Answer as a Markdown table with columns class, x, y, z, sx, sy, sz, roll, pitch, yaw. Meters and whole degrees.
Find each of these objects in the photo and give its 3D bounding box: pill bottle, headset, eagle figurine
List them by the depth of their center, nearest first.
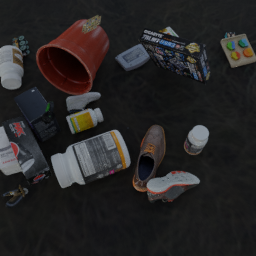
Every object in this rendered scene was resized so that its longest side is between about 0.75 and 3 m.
| class | x | y | z | sx | sy | sz | roll | pitch | yaw |
| --- | --- | --- | --- | --- | --- | --- | --- | --- | --- |
| headset | -2.548 | -0.324 | 9.169 | 0.508 | 0.668 | 1.082 | 15 | 71 | -25 |
| eagle figurine | -4.000 | 2.367 | 9.900 | 0.784 | 0.592 | 0.595 | -40 | 21 | 12 |
| pill bottle | -1.307 | 1.119 | 9.942 | 2.519 | 1.466 | 1.466 | -20 | 64 | -10 |
| pill bottle | 2.550 | 0.449 | 10.419 | 0.729 | 1.252 | 0.729 | 0 | 61 | 0 |
| pill bottle | -1.695 | -0.323 | 11.115 | 1.335 | 0.753 | 0.753 | -21 | 64 | -11 |
| pill bottle | -5.093 | -2.616 | 12.193 | 1.007 | 1.007 | 1.762 | -11 | 63 | -6 |

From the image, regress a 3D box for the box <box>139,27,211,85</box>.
| class | x | y | z | sx | sy | sz | roll | pitch | yaw |
| --- | --- | --- | --- | --- | --- | --- | --- | --- | --- |
| box | 1.957 | -2.817 | 11.164 | 2.509 | 2.528 | 0.628 | 25 | 87 | 25 |

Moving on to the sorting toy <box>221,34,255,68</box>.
| class | x | y | z | sx | sy | sz | roll | pitch | yaw |
| --- | --- | --- | --- | --- | --- | --- | --- | --- | --- |
| sorting toy | 5.125 | -3.597 | 12.929 | 1.330 | 0.262 | 1.437 | -15 | 79 | -8 |

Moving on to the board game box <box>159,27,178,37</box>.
| class | x | y | z | sx | sy | sz | roll | pitch | yaw |
| --- | --- | --- | --- | --- | --- | --- | --- | --- | --- |
| board game box | 2.003 | -4.190 | 13.452 | 0.909 | 0.249 | 1.440 | -28 | 65 | -15 |

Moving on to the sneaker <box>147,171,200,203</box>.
| class | x | y | z | sx | sy | sz | roll | pitch | yaw |
| --- | --- | --- | --- | --- | --- | --- | --- | --- | --- |
| sneaker | 1.556 | 2.132 | 9.915 | 2.105 | 0.862 | 0.811 | -6 | 25 | -23 |

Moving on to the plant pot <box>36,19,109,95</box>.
| class | x | y | z | sx | sy | sz | roll | pitch | yaw |
| --- | --- | --- | --- | --- | --- | --- | --- | --- | --- |
| plant pot | -2.087 | -3.115 | 11.811 | 2.495 | 2.495 | 2.427 | 20 | 56 | 10 |

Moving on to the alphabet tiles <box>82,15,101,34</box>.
| class | x | y | z | sx | sy | sz | roll | pitch | yaw |
| --- | --- | --- | --- | --- | --- | --- | --- | --- | --- |
| alphabet tiles | -1.296 | -3.675 | 9.921 | 0.792 | 0.025 | 0.659 | -14 | 57 | 27 |

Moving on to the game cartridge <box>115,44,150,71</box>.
| class | x | y | z | sx | sy | sz | roll | pitch | yaw |
| --- | --- | --- | --- | --- | --- | --- | --- | --- | --- |
| game cartridge | 0.283 | -3.245 | 12.948 | 1.485 | 0.308 | 0.989 | -32 | 71 | -16 |

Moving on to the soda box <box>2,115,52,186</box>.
| class | x | y | z | sx | sy | sz | roll | pitch | yaw |
| --- | --- | --- | --- | --- | --- | --- | --- | --- | --- |
| soda box | -3.533 | 0.750 | 9.753 | 0.836 | 0.748 | 2.362 | -25 | 66 | -22 |

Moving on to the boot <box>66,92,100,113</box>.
| class | x | y | z | sx | sy | sz | roll | pitch | yaw |
| --- | --- | --- | --- | --- | --- | --- | --- | --- | --- |
| boot | -1.830 | -1.018 | 11.676 | 1.453 | 0.534 | 0.694 | -11 | 69 | 3 |

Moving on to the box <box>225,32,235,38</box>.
| class | x | y | z | sx | sy | sz | roll | pitch | yaw |
| --- | --- | --- | --- | --- | --- | --- | --- | --- | --- |
| box | 4.940 | -4.115 | 13.415 | 0.422 | 0.252 | 1.025 | 2 | 62 | 1 |

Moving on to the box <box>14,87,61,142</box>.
| class | x | y | z | sx | sy | sz | roll | pitch | yaw |
| --- | --- | --- | --- | --- | --- | --- | --- | --- | --- |
| box | -3.386 | -0.474 | 10.632 | 0.904 | 1.733 | 1.282 | -33 | 67 | -16 |

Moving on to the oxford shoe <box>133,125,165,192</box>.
| class | x | y | z | sx | sy | sz | roll | pitch | yaw |
| --- | --- | --- | --- | --- | --- | --- | --- | --- | --- |
| oxford shoe | 0.872 | 0.951 | 10.302 | 0.957 | 0.979 | 2.685 | 12 | 63 | 6 |

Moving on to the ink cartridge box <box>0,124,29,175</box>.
| class | x | y | z | sx | sy | sz | roll | pitch | yaw |
| --- | --- | --- | --- | --- | --- | --- | --- | --- | --- |
| ink cartridge box | -4.218 | 0.732 | 10.553 | 1.249 | 0.706 | 1.705 | -16 | 63 | -12 |

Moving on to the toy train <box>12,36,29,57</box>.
| class | x | y | z | sx | sy | sz | roll | pitch | yaw |
| --- | --- | --- | --- | --- | --- | --- | --- | --- | --- |
| toy train | -5.059 | -3.809 | 13.156 | 0.669 | 0.501 | 1.175 | -19 | 65 | 4 |
